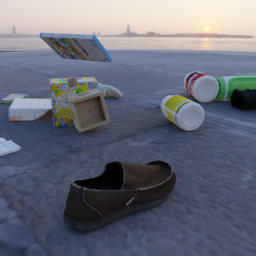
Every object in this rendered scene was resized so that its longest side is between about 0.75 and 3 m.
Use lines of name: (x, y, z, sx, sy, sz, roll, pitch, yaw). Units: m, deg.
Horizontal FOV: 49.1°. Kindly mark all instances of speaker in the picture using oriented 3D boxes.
speaker: (5.764, -1.956, 13.824, 2.802, 1.239, 1.239, -2, 20, -3)

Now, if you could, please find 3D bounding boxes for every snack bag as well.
snack bag: (-4.071, 0.594, 8.339, 1.262, 0.143, 1.339, -18, 27, -40)

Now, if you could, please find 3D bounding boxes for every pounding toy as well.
pounding toy: (-1.669, -0.872, 9.442, 1.597, 1.818, 0.832, -19, 23, -15)

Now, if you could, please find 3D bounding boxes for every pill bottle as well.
pill bottle: (3.640, -2.180, 14.336, 1.293, 1.293, 2.289, -2, 19, -5)
pill bottle: (1.942, -0.644, 10.453, 1.028, 1.028, 1.828, -6, 21, -16)

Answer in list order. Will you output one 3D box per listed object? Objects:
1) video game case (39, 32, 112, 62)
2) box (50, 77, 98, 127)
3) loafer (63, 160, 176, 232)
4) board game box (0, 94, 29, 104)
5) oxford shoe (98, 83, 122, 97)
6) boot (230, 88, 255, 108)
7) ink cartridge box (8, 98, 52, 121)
video game case: (-2.177, -3.413, 11.907, 2.583, 0.230, 1.849, 10, -12, 22)
box: (-2.022, -1.016, 10.587, 1.697, 1.635, 1.035, -5, 21, -15)
loafer: (-0.007, 1.122, 5.646, 2.709, 0.966, 0.989, -17, 26, -39)
board game box: (-5.652, -1.474, 13.994, 0.903, 0.195, 1.342, 3, 20, 6)
oxford shoe: (-1.233, -1.896, 14.658, 2.101, 0.790, 0.607, 20, 67, 26)
boot: (5.967, -1.223, 12.093, 2.263, 1.022, 2.762, -1, 13, -9)
ink cartridge box: (-3.679, -0.794, 11.809, 2.294, 0.575, 1.860, 2, 18, -15)
